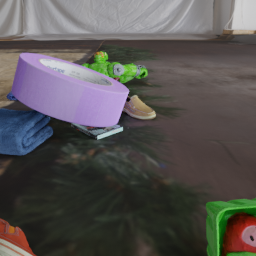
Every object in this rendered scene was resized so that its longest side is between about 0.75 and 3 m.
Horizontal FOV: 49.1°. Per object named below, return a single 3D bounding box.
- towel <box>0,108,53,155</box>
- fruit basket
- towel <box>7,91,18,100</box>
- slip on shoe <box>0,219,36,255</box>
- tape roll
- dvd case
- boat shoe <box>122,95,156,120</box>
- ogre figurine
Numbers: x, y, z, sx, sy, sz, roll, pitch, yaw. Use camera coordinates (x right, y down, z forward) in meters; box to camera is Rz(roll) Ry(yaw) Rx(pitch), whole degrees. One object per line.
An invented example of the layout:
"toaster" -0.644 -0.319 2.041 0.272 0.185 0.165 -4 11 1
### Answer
"towel" -3.337 -0.017 6.570 2.789 0.677 1.557 5 24 12
"fruit basket" 1.647 1.354 2.860 1.600 1.154 1.600 -2 5 0
"towel" -3.355 -1.570 10.990 2.037 0.336 2.813 -4 21 -5
"slip on shoe" -1.365 1.403 3.203 1.828 0.677 0.559 10 19 34
"tape roll" -1.463 -1.041 7.357 2.859 0.938 2.859 20 16 -6
"dvd case" -0.818 -0.026 7.327 0.840 0.127 1.150 -19 30 -39
"boat shoe" 0.194 -0.680 8.307 0.553 0.588 1.544 -20 29 -39
"ogre figurine" -0.812 -2.263 11.316 2.845 1.396 1.706 24 14 21
